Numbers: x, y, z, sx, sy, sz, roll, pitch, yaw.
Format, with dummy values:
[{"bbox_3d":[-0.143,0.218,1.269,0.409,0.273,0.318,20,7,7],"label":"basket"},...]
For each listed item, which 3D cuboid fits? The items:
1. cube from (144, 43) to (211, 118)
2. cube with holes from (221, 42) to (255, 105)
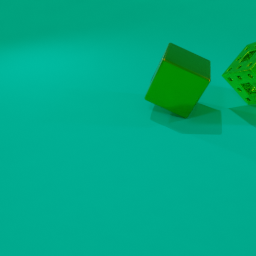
[{"bbox_3d":[1.389,-1.331,7.770,1.312,1.312,1.312,24,38,-1],"label":"cube"},{"bbox_3d":[3.712,-1.542,7.729,1.258,1.258,1.258,-49,14,-8],"label":"cube with holes"}]
